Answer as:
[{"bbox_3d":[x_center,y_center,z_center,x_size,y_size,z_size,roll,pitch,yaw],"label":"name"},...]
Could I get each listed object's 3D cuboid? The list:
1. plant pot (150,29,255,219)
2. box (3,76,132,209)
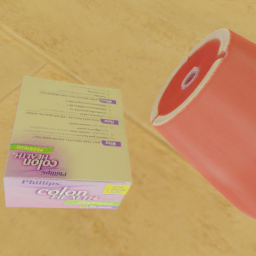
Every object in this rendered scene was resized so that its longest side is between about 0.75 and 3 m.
[{"bbox_3d":[1.839,-0.182,4.687,2.334,2.638,2.638,34,65,-13],"label":"plant pot"},{"bbox_3d":[-1.125,0.272,5.406,2.003,1.101,2.277,6,49,-17],"label":"box"}]
